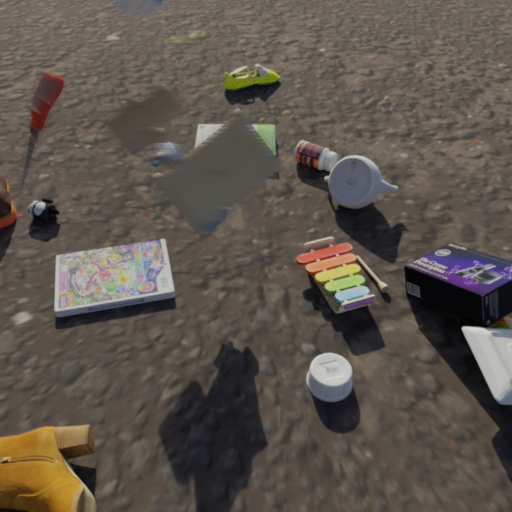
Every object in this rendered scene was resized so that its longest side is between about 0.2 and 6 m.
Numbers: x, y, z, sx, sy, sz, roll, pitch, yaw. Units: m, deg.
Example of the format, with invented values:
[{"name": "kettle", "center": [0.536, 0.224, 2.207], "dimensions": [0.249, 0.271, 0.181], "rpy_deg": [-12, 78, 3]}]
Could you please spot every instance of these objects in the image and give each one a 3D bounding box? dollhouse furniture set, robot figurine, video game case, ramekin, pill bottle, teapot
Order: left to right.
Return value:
[{"name": "robot figurine", "center": [-4.808, -1.003, 12.654], "dimensions": [0.683, 0.426, 0.513], "rpy_deg": [14, 33, 13]}, {"name": "video game case", "center": [-2.873, 0.401, 11.313], "dimensions": [2.266, 0.204, 1.623], "rpy_deg": [-9, 44, -10]}, {"name": "dollhouse furniture set", "center": [-0.937, -1.834, 9.532], "dimensions": [1.671, 2.417, 2.560], "rpy_deg": [-38, 15, 4]}, {"name": "pill bottle", "center": [1.515, -2.502, 14.159], "dimensions": [1.003, 0.573, 0.573], "rpy_deg": [24, 48, 24]}, {"name": "ramekin", "center": [1.250, 2.024, 9.440], "dimensions": [0.784, 0.382, 0.784], "rpy_deg": [0, 43, 0]}, {"name": "teapot", "center": [2.355, -1.684, 13.019], "dimensions": [0.958, 1.295, 1.312], "rpy_deg": [1, 56, -57]}]

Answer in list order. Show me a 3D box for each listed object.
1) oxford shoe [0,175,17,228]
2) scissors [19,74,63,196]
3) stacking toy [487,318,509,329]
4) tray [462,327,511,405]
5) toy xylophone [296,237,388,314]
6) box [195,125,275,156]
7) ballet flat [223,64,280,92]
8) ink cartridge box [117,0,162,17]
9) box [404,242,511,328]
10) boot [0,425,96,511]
[{"name": "oxford shoe", "center": [-6.275, -1.719, 13.036], "dimensions": [0.929, 0.947, 2.611], "rpy_deg": [-27, 49, -26]}, {"name": "scissors", "center": [-3.305, -1.823, 8.332], "dimensions": [0.717, 0.137, 1.961], "rpy_deg": [9, 81, 42]}, {"name": "stacking toy", "center": [4.263, 1.437, 9.890], "dimensions": [0.736, 0.736, 1.723], "rpy_deg": [-2, 39, -2]}, {"name": "tray", "center": [4.795, 1.749, 9.184], "dimensions": [2.690, 0.298, 1.444], "rpy_deg": [6, 47, -19]}, {"name": "toy xylophone", "center": [1.744, 0.362, 11.144], "dimensions": [1.411, 0.484, 1.927], "rpy_deg": [-20, 47, -20]}, {"name": "box", "center": [-0.546, -2.942, 14.792], "dimensions": [2.110, 0.383, 1.523], "rpy_deg": [0, 43, 2]}, {"name": "ballet flat", "center": [-0.134, -5.604, 17.429], "dimensions": [1.906, 0.639, 0.637], "rpy_deg": [-16, 40, -16]}, {"name": "ink cartridge box", "center": [-2.344, -5.248, 11.408], "dimensions": [0.798, 0.579, 0.334], "rpy_deg": [-16, 67, -43]}, {"name": "box", "center": [3.892, 0.489, 10.394], "dimensions": [1.317, 0.736, 1.866], "rpy_deg": [-21, 25, -24]}, {"name": "boot", "center": [-3.085, 3.399, 7.817], "dimensions": [1.536, 0.755, 2.146], "rpy_deg": [-12, 42, -3]}]
